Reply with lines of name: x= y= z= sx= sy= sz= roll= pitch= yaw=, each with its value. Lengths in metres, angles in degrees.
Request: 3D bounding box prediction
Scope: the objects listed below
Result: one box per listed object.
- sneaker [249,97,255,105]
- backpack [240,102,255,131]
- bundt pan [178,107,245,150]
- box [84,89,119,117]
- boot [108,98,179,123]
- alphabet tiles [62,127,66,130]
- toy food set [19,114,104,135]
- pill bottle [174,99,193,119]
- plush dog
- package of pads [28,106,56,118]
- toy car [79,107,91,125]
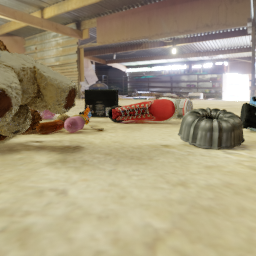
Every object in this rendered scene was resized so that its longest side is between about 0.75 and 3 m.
sneaker: x=6.190 y=-0.824 z=11.727 sx=0.976 sy=1.160 sz=2.960 roll=-1 pitch=8 yaw=-20
backpack: x=4.111 y=-0.294 z=8.898 sx=1.054 sy=0.860 sz=0.810 roll=7 pitch=-6 yaw=6
bundt pan: x=1.962 y=-0.075 z=6.567 sx=1.545 sy=0.580 sz=1.545 roll=0 pitch=21 yaw=0
box: x=-1.334 y=-1.342 z=14.721 sx=1.668 sy=1.396 sz=2.246 roll=0 pitch=8 yaw=-1
boot: x=0.497 y=-0.620 z=11.029 sx=1.931 sy=0.969 sz=2.677 roll=-7 pitch=2 yaw=-42
alphabet tiles: x=-2.007 y=0.023 z=9.379 sx=0.788 sy=0.025 sz=0.656 roll=2 pitch=7 yaw=16
toy food set: x=-2.326 y=-0.147 z=8.847 sx=2.889 sy=0.455 sz=1.836 roll=-4 pitch=9 yaw=-23
pill bottle: x=2.172 y=-0.919 z=13.273 sx=1.612 sy=0.918 sz=0.918 roll=4 pitch=8 yaw=33
plush dog: x=-2.718 y=-0.540 z=6.118 sx=2.033 sy=2.176 sz=2.534 roll=44 pitch=29 yaw=16
package of pads: x=-4.951 y=-0.980 z=13.033 sx=2.863 sy=1.083 sz=1.725 roll=-4 pitch=8 yaw=-29
toy car: x=-1.799 y=-0.305 z=11.249 sx=0.517 sy=0.762 sz=1.554 roll=42 pitch=17 yaw=-16
